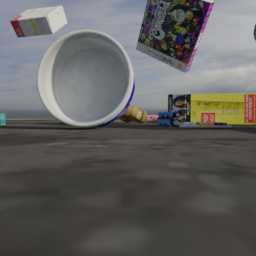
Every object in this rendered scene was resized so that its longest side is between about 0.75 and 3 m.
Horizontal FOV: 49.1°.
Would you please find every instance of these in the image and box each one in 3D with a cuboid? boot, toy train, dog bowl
[{"bbox_3d":[-0.673,-0.948,11.751,2.464,0.815,2.158,20,-7,-31],"label":"boot"},{"bbox_3d":[1.231,-0.288,8.541,0.352,0.464,0.812,-8,6,-38],"label":"toy train"},{"bbox_3d":[-0.944,-1.097,6.646,2.210,2.210,0.871,0,-3,8],"label":"dog bowl"}]

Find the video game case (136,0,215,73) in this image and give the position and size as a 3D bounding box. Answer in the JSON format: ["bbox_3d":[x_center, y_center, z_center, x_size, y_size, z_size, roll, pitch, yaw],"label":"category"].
[{"bbox_3d":[1.456,-3.361,9.420,2.145,2.366,0.424,32,39,21],"label":"video game case"}]

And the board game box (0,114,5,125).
[{"bbox_3d":[-5.021,-0.273,8.938,1.683,0.395,1.271,0,2,1],"label":"board game box"}]

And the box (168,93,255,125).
[{"bbox_3d":[2.639,-0.575,8.936,2.717,1.023,0.681,2,-1,11],"label":"box"}]

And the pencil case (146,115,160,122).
[{"bbox_3d":[1.375,-0.503,14.634,0.972,0.402,0.421,1,2,-2],"label":"pencil case"}]

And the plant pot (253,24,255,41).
[{"bbox_3d":[4.122,-1.686,6.332,2.600,2.443,2.600,-7,-31,-4],"label":"plant pot"}]

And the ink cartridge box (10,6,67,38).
[{"bbox_3d":[-1.562,-1.882,4.957,0.779,0.325,0.565,2,40,22],"label":"ink cartridge box"}]

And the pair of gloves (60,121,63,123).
[{"bbox_3d":[-2.407,-0.305,12.846,1.174,0.166,1.460,-1,1,9],"label":"pair of gloves"}]

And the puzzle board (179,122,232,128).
[{"bbox_3d":[2.090,-0.096,7.821,1.286,0.148,1.707,1,2,11],"label":"puzzle board"}]
